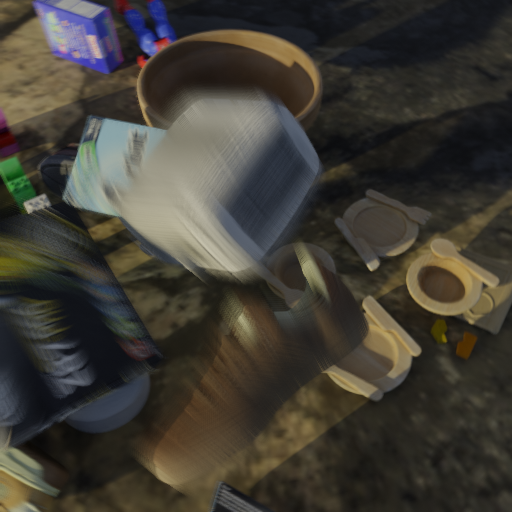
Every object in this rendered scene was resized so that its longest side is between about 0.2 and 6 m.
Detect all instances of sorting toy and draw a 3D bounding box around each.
[{"bbox_3d":[2.958,0.636,8.084,1.249,0.224,1.676,26,63,22],"label":"sorting toy"}]

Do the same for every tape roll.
[{"bbox_3d":[-2.002,1.613,7.179,1.213,0.401,1.213,0,52,0],"label":"tape roll"}]

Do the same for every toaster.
[{"bbox_3d":[-0.391,-0.978,7.160,1.688,1.485,2.614,15,63,45],"label":"toaster"}]

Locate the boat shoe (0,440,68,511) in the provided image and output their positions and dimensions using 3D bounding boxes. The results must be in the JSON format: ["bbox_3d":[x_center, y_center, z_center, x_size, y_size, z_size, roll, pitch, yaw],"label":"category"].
[{"bbox_3d":[-3.591,2.199,6.380,2.823,1.011,1.075,25,66,17],"label":"boat shoe"}]

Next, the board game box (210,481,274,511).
[{"bbox_3d":[0.258,4.251,4.762,3.200,0.987,3.198,24,57,17],"label":"board game box"}]

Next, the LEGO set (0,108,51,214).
[{"bbox_3d":[-4.279,-1.297,8.679,1.477,1.589,3.871,-27,57,-19],"label":"LEGO set"}]

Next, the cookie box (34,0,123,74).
[{"bbox_3d":[-3.583,-4.547,11.410,1.478,1.264,0.555,25,60,17],"label":"cookie box"}]

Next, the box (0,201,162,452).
[{"bbox_3d":[-2.539,0.691,6.566,1.938,0.590,2.405,-25,76,-34],"label":"box"}]

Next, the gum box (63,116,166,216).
[{"bbox_3d":[-1.805,-1.232,8.126,1.582,0.352,1.344,12,78,5],"label":"gum box"}]

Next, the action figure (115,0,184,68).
[{"bbox_3d":[-1.928,-4.303,11.508,1.119,0.884,3.419,-22,60,-10],"label":"action figure"}]

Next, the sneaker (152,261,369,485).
[{"bbox_3d":[-0.064,0.916,4.832,2.281,0.803,0.861,-35,96,-25],"label":"sneaker"}]

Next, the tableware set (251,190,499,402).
[{"bbox_3d":[1.675,0.358,8.051,3.136,0.364,2.619,-35,59,-18],"label":"tableware set"}]

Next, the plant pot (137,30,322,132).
[{"bbox_3d":[-0.436,-2.499,9.727,3.048,1.407,3.048,0,53,0],"label":"plant pot"}]

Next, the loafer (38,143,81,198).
[{"bbox_3d":[-1.994,-1.333,9.086,3.014,1.083,0.949,11,48,11],"label":"loafer"}]
